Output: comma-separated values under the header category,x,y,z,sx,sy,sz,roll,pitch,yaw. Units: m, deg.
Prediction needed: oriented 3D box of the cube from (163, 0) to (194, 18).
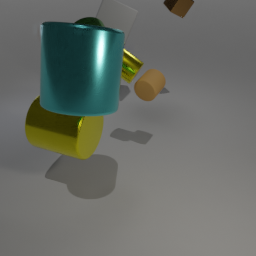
category,x,y,z,sx,sy,sz,roll,pitch,yaw
cube,1.888,-4.683,10.459,0.700,0.700,0.700,9,43,-35

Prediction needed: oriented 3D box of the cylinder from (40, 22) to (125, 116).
category,x,y,z,sx,sy,sz,roll,pitch,yaw
cylinder,-0.810,-1.039,4.929,1.400,1.400,1.400,5,15,-1

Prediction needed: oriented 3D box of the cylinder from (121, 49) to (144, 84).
category,x,y,z,sx,sy,sz,roll,pitch,yaw
cylinder,-0.037,-1.702,7.724,0.700,0.700,0.700,36,34,-2

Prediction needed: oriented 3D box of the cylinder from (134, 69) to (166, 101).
category,x,y,z,sx,sy,sz,roll,pitch,yaw
cylinder,0.636,-1.245,8.108,0.700,0.700,0.700,16,45,26

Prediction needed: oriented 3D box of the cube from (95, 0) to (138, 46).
category,x,y,z,sx,sy,sz,roll,pitch,yaw
cube,-0.596,-4.067,11.163,1.400,1.400,1.400,22,-2,-9

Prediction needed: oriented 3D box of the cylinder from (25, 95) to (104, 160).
category,x,y,z,sx,sy,sz,roll,pitch,yaw
cylinder,-1.506,-0.058,6.848,1.400,1.400,1.400,13,32,16

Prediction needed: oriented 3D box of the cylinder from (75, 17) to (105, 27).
category,x,y,z,sx,sy,sz,roll,pitch,yaw
cylinder,-1.244,-2.852,9.774,1.400,1.400,1.400,-13,63,-22
